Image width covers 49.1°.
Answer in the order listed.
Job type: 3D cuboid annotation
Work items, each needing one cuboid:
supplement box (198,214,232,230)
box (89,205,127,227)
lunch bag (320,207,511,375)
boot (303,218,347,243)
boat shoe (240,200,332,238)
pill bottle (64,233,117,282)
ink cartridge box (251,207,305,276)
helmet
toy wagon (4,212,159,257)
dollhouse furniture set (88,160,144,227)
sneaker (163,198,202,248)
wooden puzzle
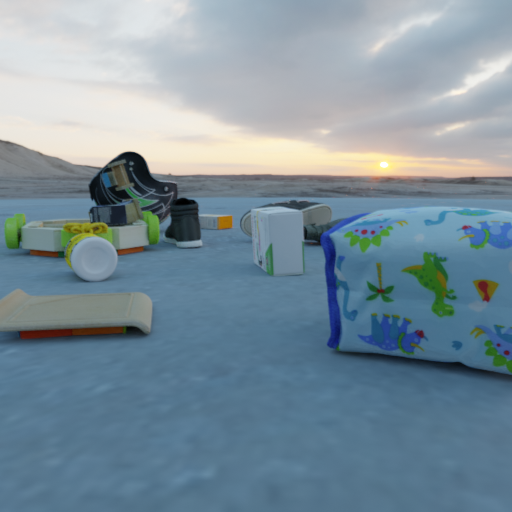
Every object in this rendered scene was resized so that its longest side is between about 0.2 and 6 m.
[{"bbox_3d":[-1.406,-1.072,17.661,1.151,0.423,0.725,5,9,34],"label":"supplement box"},{"bbox_3d":[-3.027,-0.805,11.443,0.673,0.418,0.679,-5,1,-21],"label":"box"},{"bbox_3d":[1.812,0.141,5.132,1.812,1.358,2.131,4,18,29],"label":"lunch bag"},{"bbox_3d":[1.742,-0.508,12.747,1.424,0.738,2.180,-3,0,-4],"label":"boot"},{"bbox_3d":[0.670,-0.933,14.223,2.718,0.909,0.774,-9,20,-30],"label":"boat shoe"},{"bbox_3d":[-2.618,-0.004,8.756,0.671,0.671,1.193,-4,8,-26],"label":"pill bottle"},{"bbox_3d":[0.339,-0.276,9.424,0.588,1.014,1.400,-5,9,-11],"label":"ink cartridge box"},{"bbox_3d":[-3.458,-1.745,16.184,2.253,2.148,2.253,-40,3,3],"label":"helmet"},{"bbox_3d":[-3.629,-0.466,11.876,3.056,0.779,3.939,-3,9,-16],"label":"toy wagon"},{"bbox_3d":[-3.297,-1.335,12.556,0.950,1.348,0.945,-22,13,-28],"label":"dollhouse furniture set"},{"bbox_3d":[-1.755,-0.836,13.338,0.791,1.110,2.238,-4,7,-18],"label":"sneaker"},{"bbox_3d":[-1.866,0.609,5.852,1.524,0.284,1.410,3,7,-10],"label":"wooden puzzle"}]
